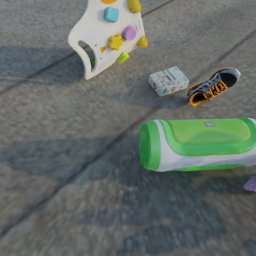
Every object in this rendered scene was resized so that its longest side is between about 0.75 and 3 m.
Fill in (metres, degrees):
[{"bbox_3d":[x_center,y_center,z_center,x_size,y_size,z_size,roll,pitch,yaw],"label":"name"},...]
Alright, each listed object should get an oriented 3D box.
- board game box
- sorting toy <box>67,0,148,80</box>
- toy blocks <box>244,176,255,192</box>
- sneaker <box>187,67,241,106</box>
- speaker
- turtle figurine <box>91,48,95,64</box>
[{"bbox_3d":[1.303,-1.503,9.001,1.032,0.332,0.761,-19,55,-18],"label":"board game box"},{"bbox_3d":[-0.722,-2.744,8.716,1.405,2.629,2.367,33,69,33],"label":"sorting toy"},{"bbox_3d":[3.325,1.237,5.318,1.891,2.246,2.099,-9,49,-12],"label":"toy blocks"},{"bbox_3d":[2.421,-1.115,8.019,0.656,1.677,0.648,44,41,-19],"label":"sneaker"},{"bbox_3d":[1.749,0.365,6.563,2.844,1.258,1.258,-2,48,-11],"label":"speaker"},{"bbox_3d":[-1.078,-2.795,9.563,0.877,1.219,1.182,-29,29,34],"label":"turtle figurine"}]
